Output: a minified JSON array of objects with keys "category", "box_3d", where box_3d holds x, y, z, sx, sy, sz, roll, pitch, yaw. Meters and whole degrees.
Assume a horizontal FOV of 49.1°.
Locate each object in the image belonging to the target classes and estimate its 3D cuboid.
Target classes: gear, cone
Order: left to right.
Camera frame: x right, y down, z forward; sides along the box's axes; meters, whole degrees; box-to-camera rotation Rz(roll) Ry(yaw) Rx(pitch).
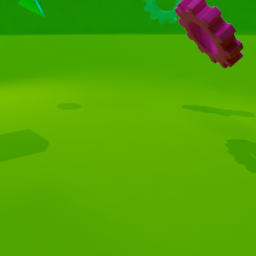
[{"category":"cone","box_3d":[-3.259,-4.296,9.960,0.869,0.873,0.869,-36,18,14]},{"category":"gear","box_3d":[1.270,-4.345,9.467,1.537,1.537,0.284,8,33,20]},{"category":"gear","box_3d":[1.745,-2.073,6.108,0.326,1.763,1.763,-42,21,7]}]

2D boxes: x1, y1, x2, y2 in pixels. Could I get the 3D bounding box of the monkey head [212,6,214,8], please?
[{"category":"monkey head","box_3d":[2.557,-3.127,8.980,0.804,1.334,0.959,-1,21,40]}]
